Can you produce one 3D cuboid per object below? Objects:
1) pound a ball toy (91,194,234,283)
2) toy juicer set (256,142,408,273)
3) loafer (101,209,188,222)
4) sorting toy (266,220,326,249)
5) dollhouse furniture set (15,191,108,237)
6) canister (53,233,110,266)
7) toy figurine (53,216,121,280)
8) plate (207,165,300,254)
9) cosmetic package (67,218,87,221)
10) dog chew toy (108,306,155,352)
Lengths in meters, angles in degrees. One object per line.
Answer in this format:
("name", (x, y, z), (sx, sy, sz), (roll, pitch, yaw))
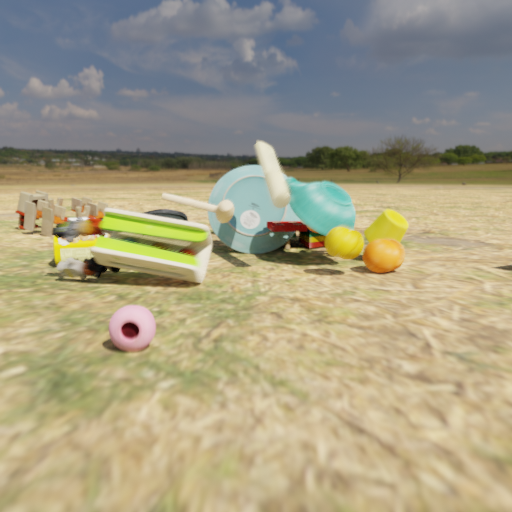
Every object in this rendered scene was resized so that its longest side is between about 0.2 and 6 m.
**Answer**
("pound a ball toy", (-1.349, -0.299, 8.484), (1.886, 1.230, 0.801), (10, -23, 5))
("toy juicer set", (1.127, -0.612, 9.599), (3.201, 0.871, 2.036), (28, 32, -6))
("loafer", (-2.571, -0.622, 12.762), (2.165, 0.735, 0.760), (-9, 17, -20))
("sorting toy", (0.879, -0.573, 12.313), (1.959, 0.687, 4.063), (-2, 10, -11))
("dollhouse furniture set", (-5.366, -1.005, 14.980), (2.053, 1.069, 2.076), (17, 16, 23))
("canister", (-2.810, -0.190, 10.225), (1.538, 0.665, 1.142), (-3, 10, -9))
("toy figurine", (-2.584, -0.131, 8.714), (0.685, 0.984, 0.969), (-2, 3, 18))
("plate", (-0.032, -0.991, 11.355), (1.937, 1.937, 0.247), (0, -16, 0))
("cosmetic package", (-3.773, -0.501, 12.143), (0.513, 0.622, 0.513), (-5, 11, -30))
("dog chew toy", (-1.220, 0.701, 5.626), (0.448, 0.448, 0.719), (-1, 2, -5))
